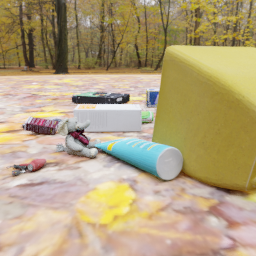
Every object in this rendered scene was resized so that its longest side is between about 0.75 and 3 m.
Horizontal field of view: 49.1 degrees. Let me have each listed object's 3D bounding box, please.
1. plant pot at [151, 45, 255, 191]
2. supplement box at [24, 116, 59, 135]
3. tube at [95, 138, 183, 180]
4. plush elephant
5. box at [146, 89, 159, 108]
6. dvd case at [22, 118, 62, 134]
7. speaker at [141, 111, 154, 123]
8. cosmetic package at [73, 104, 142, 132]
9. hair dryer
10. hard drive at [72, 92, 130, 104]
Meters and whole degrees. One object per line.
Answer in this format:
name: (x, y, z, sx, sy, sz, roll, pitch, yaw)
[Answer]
plant pot: (2.309, -0.155, 5.859, 2.570, 2.554, 2.629, -5, 28, -21)
supplement box: (-2.859, -0.075, 9.306, 0.996, 0.303, 0.542, 9, 26, -6)
tube: (0.198, 0.564, 6.758, 1.037, 0.675, 2.678, -6, 10, -30)
plush elephant: (-1.350, 0.157, 7.436, 1.281, 0.992, 1.055, 2, 14, 8)
box: (2.380, -1.598, 14.905, 2.848, 0.916, 0.998, -1, 13, 0)
dvd case: (-2.919, -0.099, 10.230, 1.098, 0.181, 1.461, 13, 20, 42)
speaker: (0.441, -0.422, 10.998, 1.084, 0.479, 0.479, -2, 14, -10)
cosmetic package: (-0.707, -0.372, 10.010, 2.303, 0.821, 1.168, 0, 13, -3)
hair dryer: (-2.263, 0.817, 6.341, 0.861, 0.234, 0.656, -7, 14, -32)
hard drive: (-1.535, -1.691, 16.094, 2.822, 0.534, 1.972, 7, 15, 24)
